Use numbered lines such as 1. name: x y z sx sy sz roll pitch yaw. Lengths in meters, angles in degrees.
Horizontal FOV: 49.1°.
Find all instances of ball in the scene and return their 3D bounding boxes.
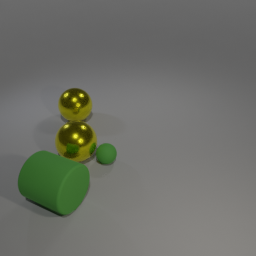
1. ball: -1.731 0.445 9.385 1.400 1.400 1.400 0 33 0
2. ball: -0.723 0.855 9.365 0.700 0.700 0.700 0 33 0
3. ball: -2.170 -0.953 11.550 1.400 1.400 1.400 0 33 0

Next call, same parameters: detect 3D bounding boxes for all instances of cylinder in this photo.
1. cylinder: -2.011 1.473 7.725 1.400 1.400 1.400 16 36 23
